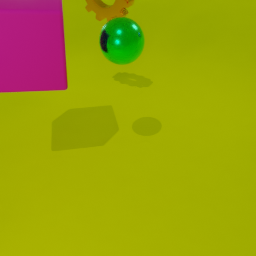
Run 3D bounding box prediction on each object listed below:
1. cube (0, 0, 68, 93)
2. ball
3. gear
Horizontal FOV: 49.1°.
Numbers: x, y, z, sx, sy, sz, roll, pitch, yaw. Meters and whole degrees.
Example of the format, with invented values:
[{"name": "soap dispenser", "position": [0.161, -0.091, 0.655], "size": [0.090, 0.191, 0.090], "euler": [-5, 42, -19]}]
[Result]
[{"name": "cube", "position": [-1.819, -1.545, 4.987], "size": [1.358, 1.358, 1.358], "euler": [-4, 36, -12]}, {"name": "ball", "position": [-0.108, -1.536, 4.973], "size": [0.816, 0.816, 0.816], "euler": [0, 36, 0]}, {"name": "gear", "position": [-0.556, -3.404, 6.911], "size": [1.513, 1.513, 0.280], "euler": [20, 45, 25]}]
